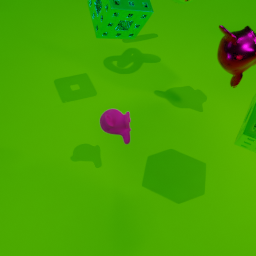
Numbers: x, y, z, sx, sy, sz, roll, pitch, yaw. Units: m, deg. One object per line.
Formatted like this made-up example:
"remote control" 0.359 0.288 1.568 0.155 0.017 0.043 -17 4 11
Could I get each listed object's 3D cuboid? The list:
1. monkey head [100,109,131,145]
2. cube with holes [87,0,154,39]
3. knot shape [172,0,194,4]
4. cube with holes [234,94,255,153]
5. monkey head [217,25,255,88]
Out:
"monkey head" -0.297 -0.019 6.669 0.730 1.212 0.872 -5 81 -6
"cube with holes" -0.229 -3.030 6.998 1.113 1.113 1.113 -8 75 -27
"knot shape" 2.003 -4.302 7.799 2.048 1.917 0.946 -46 54 20
"cube with holes" 2.818 -0.073 5.241 1.117 1.117 1.117 23 84 17
"monkey head" 3.125 -1.988 7.590 1.172 1.944 1.399 -26 34 0
